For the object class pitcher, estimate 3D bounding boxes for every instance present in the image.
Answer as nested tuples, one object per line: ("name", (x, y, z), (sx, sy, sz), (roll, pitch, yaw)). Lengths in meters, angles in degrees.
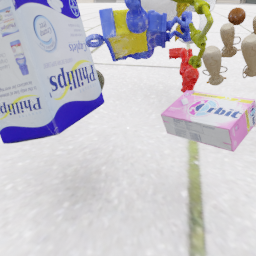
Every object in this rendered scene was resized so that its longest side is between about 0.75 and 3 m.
("pitcher", (1.319, -3.717, 8.590), (1.745, 2.469, 2.878), (11, 0, -41))

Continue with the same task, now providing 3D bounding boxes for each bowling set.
("bowling set", (3.111, -2.201, 7.248), (2.403, 1.290, 1.673), (-6, 55, 22))

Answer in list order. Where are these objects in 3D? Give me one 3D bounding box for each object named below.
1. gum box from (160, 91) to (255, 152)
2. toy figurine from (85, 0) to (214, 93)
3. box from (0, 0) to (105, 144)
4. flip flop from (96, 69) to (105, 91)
("gum box", (1.279, -0.175, 4.633), (0.781, 0.455, 1.376), (-41, 36, -27))
("toy figurine", (0.141, -1.371, 4.319), (1.762, 1.551, 2.941), (-3, -10, 7))
("box", (-1.554, -1.158, 5.100), (1.188, 2.264, 2.082), (-9, 16, 20))
("flip flop", (-0.820, -0.869, 6.491), (0.434, 1.071, 0.308), (19, 36, 2))
